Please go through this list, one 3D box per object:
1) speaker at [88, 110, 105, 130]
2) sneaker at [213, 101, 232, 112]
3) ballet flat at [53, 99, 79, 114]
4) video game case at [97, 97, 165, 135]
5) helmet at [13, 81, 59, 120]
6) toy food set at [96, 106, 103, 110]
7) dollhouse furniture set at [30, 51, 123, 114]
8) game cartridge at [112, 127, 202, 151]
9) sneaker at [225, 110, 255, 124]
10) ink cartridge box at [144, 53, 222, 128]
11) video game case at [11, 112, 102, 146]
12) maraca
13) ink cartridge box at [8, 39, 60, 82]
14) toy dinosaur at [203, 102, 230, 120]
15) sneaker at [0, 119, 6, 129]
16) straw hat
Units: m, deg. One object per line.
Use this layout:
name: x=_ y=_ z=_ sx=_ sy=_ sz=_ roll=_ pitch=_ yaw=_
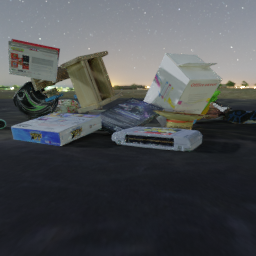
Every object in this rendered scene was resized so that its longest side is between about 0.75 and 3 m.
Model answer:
speaker: x=-0.511 y=-0.299 z=10.124 sx=1.862 sy=0.756 sz=0.756 roll=1 pitch=8 yaw=3
sneaker: x=5.151 y=-1.291 z=16.715 sx=2.144 sy=0.940 sz=0.811 roll=8 pitch=9 yaw=36
ballet flat: x=-4.014 y=-0.935 z=14.938 sx=2.847 sy=1.077 sz=0.910 roll=-2 pitch=37 yaw=13
video game case: x=-0.014 y=-0.410 z=9.356 sx=1.534 sy=0.204 sz=2.147 roll=24 pitch=39 yaw=37
helmet: x=-4.335 y=-1.287 z=13.466 sx=1.784 sy=1.871 sz=1.871 roll=44 pitch=10 yaw=-10
toy food set: x=-0.947 y=-0.973 z=15.296 sx=2.227 sy=0.673 sz=1.598 roll=-1 pitch=8 yaw=-5
dollhouse furniture set: x=-1.873 y=-1.551 z=10.506 sx=2.550 sy=1.798 sz=1.787 roll=-12 pitch=13 yaw=35
game cartridge: x=0.827 y=0.248 z=7.565 sx=2.139 sy=0.437 sz=1.424 roll=4 pitch=5 yaw=26
sneaker: x=5.089 y=-0.422 z=12.102 sx=1.702 sy=0.644 sz=0.656 roll=4 pitch=-13 yaw=22
ink cartridge box: x=2.055 y=-1.532 z=10.537 sx=1.676 sy=2.607 sz=1.633 roll=-7 pitch=48 yaw=-33
video game case: x=-2.090 y=-0.016 z=8.346 sx=1.959 sy=0.445 sz=1.776 roll=5 pitch=20 yaw=31
maraca: x=3.044 y=-1.034 z=12.226 sx=2.149 sy=1.149 sz=1.473 roll=-37 pitch=25 yaw=20
ink cartridge box: x=-2.891 y=-2.197 z=8.693 sx=1.454 sy=0.610 sz=1.277 roll=8 pitch=-39 yaw=-15
toy dinosaur: x=3.954 y=-0.694 z=12.957 sx=2.018 sy=0.866 sz=1.367 roll=-13 pitch=25 yaw=-25
sneaker: x=-5.246 y=-0.180 z=10.620 sx=1.172 sy=0.456 sz=0.820 roll=7 pitch=3 yaw=-22
straw hat: x=1.613 y=-0.101 z=8.717 sx=1.773 sy=0.750 sz=1.773 roll=5 pitch=7 yaw=-1
